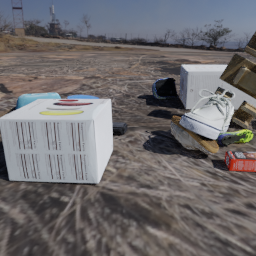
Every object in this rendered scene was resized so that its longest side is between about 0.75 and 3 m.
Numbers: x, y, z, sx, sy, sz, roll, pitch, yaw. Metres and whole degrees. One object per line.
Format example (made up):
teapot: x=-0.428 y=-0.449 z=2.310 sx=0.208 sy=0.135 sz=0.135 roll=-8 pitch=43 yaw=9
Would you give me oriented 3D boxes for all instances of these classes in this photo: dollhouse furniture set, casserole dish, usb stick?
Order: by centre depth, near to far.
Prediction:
usb stick: x=-0.986 y=-0.057 z=8.270 sx=1.973 sy=0.322 sz=0.547 roll=4 pitch=20 yaw=14
dollhouse furniture set: x=4.371 y=-1.261 z=8.675 sx=2.868 sy=2.514 sz=1.905 roll=32 pitch=28 yaw=10
casserole dish: x=-3.181 y=-0.995 z=10.137 sx=1.597 sy=0.511 sz=2.636 roll=-5 pitch=9 yaw=-14

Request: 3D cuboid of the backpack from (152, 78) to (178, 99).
backpack: x=1.558 y=-1.708 z=12.347 sx=0.990 sy=0.906 sz=0.728 roll=-8 pitch=-1 yaw=-18

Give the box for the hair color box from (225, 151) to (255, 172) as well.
hair color box: x=2.627 y=0.721 z=6.017 sx=0.954 sy=0.292 sz=0.484 roll=3 pitch=18 yaw=5

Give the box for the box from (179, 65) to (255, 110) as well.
box: x=3.589 y=-1.693 z=11.274 sx=2.778 sy=1.477 sz=2.115 roll=1 pitch=19 yaw=4

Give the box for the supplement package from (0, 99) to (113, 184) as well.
supplement package: x=-1.361 y=0.178 z=5.981 sx=1.806 sy=1.328 sz=1.727 roll=1 pitch=19 yaw=6

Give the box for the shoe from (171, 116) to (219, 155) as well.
shoe: x=1.625 y=0.263 z=7.190 sx=0.689 sy=0.526 sz=1.969 roll=17 pitch=16 yaw=-23

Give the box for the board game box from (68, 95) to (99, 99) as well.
board game box: x=-1.731 y=-0.910 z=10.880 sx=1.243 sy=0.306 sz=1.573 roll=2 pitch=24 yaw=-9

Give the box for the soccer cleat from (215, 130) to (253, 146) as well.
soccer cleat: x=2.808 y=0.220 z=7.407 sx=1.123 sy=0.363 sz=0.470 roll=-8 pitch=15 yaw=-23

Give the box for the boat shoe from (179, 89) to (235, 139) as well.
boat shoe: x=2.271 y=-0.468 z=7.264 sx=1.039 sy=1.199 sz=2.812 roll=30 pitch=18 yaw=29
